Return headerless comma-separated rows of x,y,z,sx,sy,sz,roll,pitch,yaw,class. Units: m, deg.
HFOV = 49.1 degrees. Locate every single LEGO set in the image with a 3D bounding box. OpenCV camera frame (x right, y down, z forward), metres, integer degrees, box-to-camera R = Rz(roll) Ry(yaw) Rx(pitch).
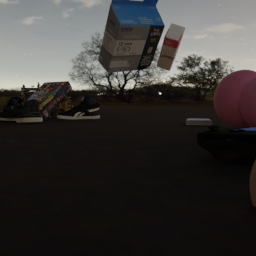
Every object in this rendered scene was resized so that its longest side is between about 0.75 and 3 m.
-3.869,-1.344,13.440,2.795,1.620,2.150,1,5,3,LEGO set

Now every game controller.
1.780,0.084,3.382,1.987,0.419,1.037,-4,-5,-37,game controller

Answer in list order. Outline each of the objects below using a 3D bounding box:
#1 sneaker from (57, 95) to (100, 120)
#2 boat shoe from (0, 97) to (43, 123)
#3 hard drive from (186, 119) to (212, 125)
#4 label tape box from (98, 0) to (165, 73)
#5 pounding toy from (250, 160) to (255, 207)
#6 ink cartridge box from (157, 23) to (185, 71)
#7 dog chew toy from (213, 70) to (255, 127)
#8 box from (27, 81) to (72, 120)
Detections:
-1.998,-0.848,11.340,1.784,0.998,0.652,-3,6,-30,sneaker
-3.876,-0.667,9.873,0.998,0.886,2.672,-4,6,-40,boat shoe
2.214,-0.199,8.797,0.750,0.149,1.137,1,4,13,hard drive
0.144,-2.294,6.757,1.328,1.853,0.613,-13,52,-33,label tape box
1.463,0.064,1.676,1.467,0.839,0.841,0,5,-1,pounding toy
1.171,-2.215,7.728,0.421,1.017,0.745,21,52,6,ink cartridge box
3.197,-0.607,6.681,1.484,1.484,2.383,-2,15,-24,dog chew toy
-3.515,-1.204,11.869,1.456,0.402,2.133,2,43,28,box
